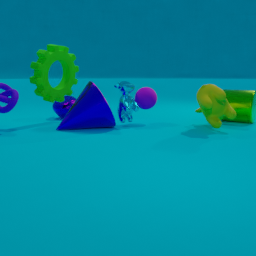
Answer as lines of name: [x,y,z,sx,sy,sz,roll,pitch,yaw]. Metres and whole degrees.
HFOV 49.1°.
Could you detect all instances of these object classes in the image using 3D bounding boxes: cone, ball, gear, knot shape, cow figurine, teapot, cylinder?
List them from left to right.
knot shape: [-3.715,-0.856,7.950,1.137,0.561,1.215,-8,31,-23]
gear: [-2.330,-1.740,9.050,0.336,1.814,1.814,16,18,29]
teapot: [-2.316,-0.740,10.428,1.543,0.756,0.959,23,46,40]
cone: [-1.450,-0.342,8.412,1.590,1.584,1.584,-31,19,-12]
cow figurine: [-0.092,-0.871,8.881,0.627,1.142,1.124,-6,53,-28]
ball: [0.585,-0.970,9.155,0.731,0.731,0.731,0,11,0]
cow figurine: [2.491,-0.721,8.376,0.932,1.698,1.671,-33,33,9]
cylinder: [3.776,-0.760,9.634,1.101,1.101,1.101,7,13,32]
